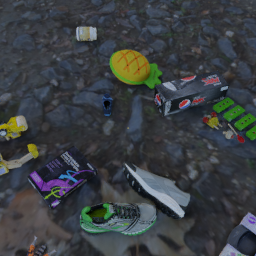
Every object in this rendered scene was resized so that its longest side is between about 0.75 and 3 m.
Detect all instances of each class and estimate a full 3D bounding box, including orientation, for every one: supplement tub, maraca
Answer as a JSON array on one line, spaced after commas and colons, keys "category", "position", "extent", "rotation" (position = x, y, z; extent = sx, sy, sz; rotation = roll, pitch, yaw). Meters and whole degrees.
[{"category": "supplement tub", "position": [-2.183, -4.985, 14.831], "extent": [0.989, 0.714, 0.714], "rotation": [0, 51, -1]}, {"category": "maraca", "position": [0.383, -2.662, 12.687], "extent": [2.521, 1.349, 1.729], "rotation": [18, 62, -13]}]

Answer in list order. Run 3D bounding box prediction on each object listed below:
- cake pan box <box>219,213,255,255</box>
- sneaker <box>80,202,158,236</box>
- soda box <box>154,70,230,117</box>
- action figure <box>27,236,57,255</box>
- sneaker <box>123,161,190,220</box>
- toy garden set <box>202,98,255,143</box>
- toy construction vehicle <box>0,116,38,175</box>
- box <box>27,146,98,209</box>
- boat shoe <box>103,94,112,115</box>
[{"category": "cake pan box", "position": [3.807, 3.700, 8.061], "extent": [1.957, 0.512, 1.802], "rotation": [37, 58, 25]}, {"category": "sneaker", "position": [-0.267, 2.716, 8.502], "extent": [2.419, 1.031, 0.944], "rotation": [-7, 52, -6]}, {"category": "soda box", "position": [2.661, -1.500, 11.907], "extent": [2.996, 0.949, 1.060], "rotation": [-15, 53, -12]}, {"category": "action figure", "position": [-2.583, 3.951, 7.937], "extent": [1.312, 0.686, 1.269], "rotation": [38, 63, -6]}, {"category": "sneaker", "position": [0.878, 1.874, 9.183], "extent": [2.528, 0.934, 1.002], "rotation": [36, 63, 15]}, {"category": "toy garden set", "position": [4.171, -0.158, 11.218], "extent": [1.716, 0.411, 2.058], "rotation": [-29, 58, -23]}, {"category": "toy construction vehicle", "position": [-4.898, 0.716, 10.301], "extent": [2.729, 0.961, 2.376], "rotation": [-21, 43, -20]}, {"category": "box", "position": [-2.263, 1.639, 9.788], "extent": [1.999, 0.361, 1.429], "rotation": [-35, 59, -26]}, {"category": "boat shoe", "position": [-0.842, -1.069, 11.912], "extent": [0.493, 0.402, 1.172], "rotation": [-9, 52, -7]}]
